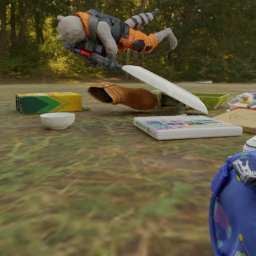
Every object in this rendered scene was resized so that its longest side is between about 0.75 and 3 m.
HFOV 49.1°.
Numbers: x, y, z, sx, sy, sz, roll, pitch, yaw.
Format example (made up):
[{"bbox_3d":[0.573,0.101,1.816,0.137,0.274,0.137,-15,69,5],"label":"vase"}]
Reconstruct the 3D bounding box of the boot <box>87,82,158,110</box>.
[{"bbox_3d":[-0.193,-1.120,10.485,2.425,0.894,1.876,15,13,15],"label":"boot"}]

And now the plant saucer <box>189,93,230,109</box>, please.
[{"bbox_3d":[3.252,-1.260,12.879,2.367,0.568,2.371,6,13,29],"label":"plant saucer"}]

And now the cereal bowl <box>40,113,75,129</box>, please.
[{"bbox_3d":[-1.926,-0.186,7.711,0.918,0.382,0.918,1,11,0],"label":"cereal bowl"}]

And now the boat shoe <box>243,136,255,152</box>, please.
[{"bbox_3d":[2.883,0.063,5.270,0.874,0.793,2.376,10,15,43],"label":"boat shoe"}]

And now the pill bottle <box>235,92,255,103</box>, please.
[{"bbox_3d":[5.113,-1.131,11.815,1.207,0.722,0.722,-6,12,-26],"label":"pill bottle"}]

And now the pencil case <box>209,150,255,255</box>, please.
[{"bbox_3d":[1.710,0.571,2.089,2.346,0.915,1.019,-2,52,-16],"label":"pencil case"}]

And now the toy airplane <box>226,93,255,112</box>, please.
[{"bbox_3d":[4.121,-0.852,10.067,1.161,0.819,1.156,6,13,28],"label":"toy airplane"}]

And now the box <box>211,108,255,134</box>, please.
[{"bbox_3d":[3.343,-0.234,7.890,1.407,0.183,1.721,-16,17,-24],"label":"box"}]

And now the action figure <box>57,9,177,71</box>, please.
[{"bbox_3d":[-0.577,-2.384,7.075,2.744,1.484,2.837,-8,27,-38],"label":"action figure"}]

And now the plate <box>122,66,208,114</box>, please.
[{"bbox_3d":[1.405,-1.495,10.275,2.687,0.434,2.681,16,17,-47],"label":"plate"}]

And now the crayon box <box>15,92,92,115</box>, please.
[{"bbox_3d":[-3.075,-1.077,11.585,2.763,0.702,1.754,-5,12,-28],"label":"crayon box"}]

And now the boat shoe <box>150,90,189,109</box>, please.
[{"bbox_3d":[1.638,-1.175,12.050,2.107,0.769,0.663,14,24,26],"label":"boat shoe"}]

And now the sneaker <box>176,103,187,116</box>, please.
[{"bbox_3d":[1.896,-0.656,9.929,0.357,0.478,1.064,3,11,17],"label":"sneaker"}]

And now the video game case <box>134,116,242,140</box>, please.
[{"bbox_3d":[1.446,-0.052,7.364,2.186,0.259,1.990,-2,11,-14],"label":"video game case"}]
